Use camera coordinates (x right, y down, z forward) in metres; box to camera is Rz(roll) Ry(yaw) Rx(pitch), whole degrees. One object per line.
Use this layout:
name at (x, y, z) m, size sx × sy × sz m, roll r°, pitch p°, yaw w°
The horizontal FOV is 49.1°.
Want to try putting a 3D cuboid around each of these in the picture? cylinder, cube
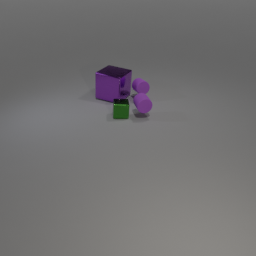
cylinder at (0.637, -2.100, 14.116) m, size 0.700 × 0.700 × 0.700 m, roll -10°, pitch 27°, yaw -18°
cylinder at (0.660, -1.119, 12.552) m, size 0.700 × 0.700 × 0.700 m, roll -7°, pitch 32°, yaw -13°
cube at (-0.739, -2.270, 14.427) m, size 1.400 × 1.400 × 1.400 m, roll 16°, pitch 33°, yaw 20°
cube at (-0.322, -0.879, 12.715) m, size 0.700 × 0.700 × 0.700 m, roll 1°, pitch 29°, yaw -5°
